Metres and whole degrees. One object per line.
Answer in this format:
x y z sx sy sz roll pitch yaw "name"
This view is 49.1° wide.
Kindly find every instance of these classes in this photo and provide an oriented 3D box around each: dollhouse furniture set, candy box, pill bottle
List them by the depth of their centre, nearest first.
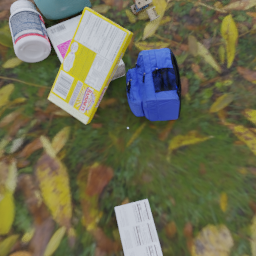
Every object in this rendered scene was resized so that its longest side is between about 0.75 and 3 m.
-1.029 -1.526 7.168 1.338 0.346 2.617 33 112 8 "candy box"
-3.013 -2.965 8.473 1.029 1.029 1.720 -17 68 -7 "pill bottle"
0.549 -3.839 9.224 0.552 0.556 0.788 -31 99 -12 "dollhouse furniture set"

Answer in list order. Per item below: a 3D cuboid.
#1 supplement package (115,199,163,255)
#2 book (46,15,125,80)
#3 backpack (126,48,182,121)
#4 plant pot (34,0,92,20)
0.221 2.374 6.115 0.746 1.048 1.346 -12 67 -5 "supplement package"
-1.327 -2.368 8.498 1.621 0.583 2.426 -25 68 -7 "book"
0.691 -1.245 7.516 1.465 1.418 1.745 -2 67 2 "backpack"
-2.212 -4.278 8.710 1.475 1.838 1.838 -30 69 4 "plant pot"
